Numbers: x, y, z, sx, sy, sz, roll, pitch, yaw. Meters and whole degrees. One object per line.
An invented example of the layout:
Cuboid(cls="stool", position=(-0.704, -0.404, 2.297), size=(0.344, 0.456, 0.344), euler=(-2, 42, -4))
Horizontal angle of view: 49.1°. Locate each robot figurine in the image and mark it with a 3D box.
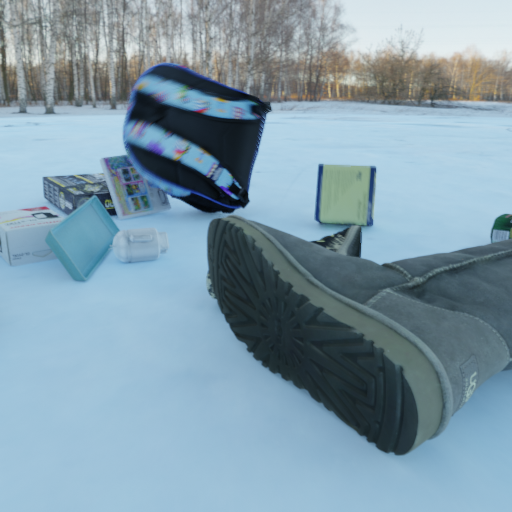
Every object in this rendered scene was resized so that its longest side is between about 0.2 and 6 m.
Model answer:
Cuboid(cls="robot figurine", position=(-1.814, -0.166, 8.644), size=(0.898, 0.507, 0.761), euler=(-6, -20, -20))

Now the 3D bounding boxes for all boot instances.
Cuboid(cls="boot", position=(0.478, 0.073, 7.390), size=(1.711, 0.818, 2.265), euler=(3, 18, 17))
Cuboid(cls="boot", position=(1.852, 0.241, 5.883), size=(3.878, 1.407, 3.526), euler=(-19, 39, -30))

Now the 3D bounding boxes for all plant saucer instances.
Cuboid(cls="plant saucer", position=(-2.658, -0.314, 8.785), size=(0.232, 0.856, 2.448), euler=(-30, 16, 7))

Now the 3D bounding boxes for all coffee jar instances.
Cuboid(cls="coffee jar", position=(4.539, -0.309, 9.014), size=(1.314, 0.561, 0.685), euler=(16, 24, 41))

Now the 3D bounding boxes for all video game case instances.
Cuboid(cls="video game case", position=(-2.477, -1.468, 11.567), size=(1.195, 1.312, 0.155), euler=(-17, -3, -38))

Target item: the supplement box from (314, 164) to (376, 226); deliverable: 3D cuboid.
Cuboid(cls="supplement box", position=(1.704, -1.140, 10.589), size=(1.070, 1.071, 0.719), euler=(4, 1, 13))

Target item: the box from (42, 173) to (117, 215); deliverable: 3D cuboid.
Cuboid(cls="box", position=(-3.469, -1.408, 12.462), size=(1.920, 0.585, 2.382), euler=(-9, 20, -34))

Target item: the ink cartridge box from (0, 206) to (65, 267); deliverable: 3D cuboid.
Cuboid(cls="ink cartridge box", position=(-3.683, -0.357, 9.128), size=(1.021, 0.580, 1.401), euler=(-12, 21, -34))

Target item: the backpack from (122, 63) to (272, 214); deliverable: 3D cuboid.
Cuboid(cls="backpack", position=(-1.413, -2.315, 11.088), size=(2.773, 2.532, 1.866), euler=(16, -6, -32))
